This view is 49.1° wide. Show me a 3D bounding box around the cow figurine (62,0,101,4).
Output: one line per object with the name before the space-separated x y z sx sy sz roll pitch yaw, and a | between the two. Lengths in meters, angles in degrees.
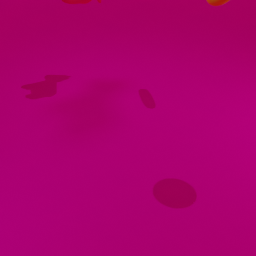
cow figurine | -1.138 -3.789 7.510 1.656 0.924 1.683 -9 36 -25

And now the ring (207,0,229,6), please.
ring | 2.330 -3.490 6.563 0.256 1.278 1.278 21 27 -26
